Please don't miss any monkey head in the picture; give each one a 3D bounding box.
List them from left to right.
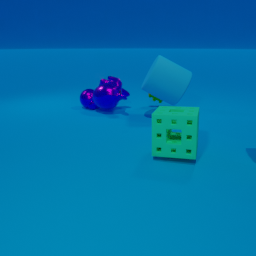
[{"bbox_3d":[-0.581,-1.153,10.348,1.927,1.161,1.386,-12,-31,43],"label":"monkey head"}]

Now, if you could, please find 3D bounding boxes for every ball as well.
[{"bbox_3d":[-1.499,-1.146,10.929,0.772,0.772,0.772,0,18,0],"label":"ball"}]

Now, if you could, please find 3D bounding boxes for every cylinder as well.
[{"bbox_3d":[1.248,-1.543,9.143,1.234,1.234,1.234,27,17,-6],"label":"cylinder"}]

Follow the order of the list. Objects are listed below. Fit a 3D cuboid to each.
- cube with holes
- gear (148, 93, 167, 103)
[{"bbox_3d":[1.095,0.067,6.347,0.949,0.949,0.949,3,16,16],"label":"cube with holes"},{"bbox_3d":[1.324,-1.434,10.815,1.111,1.111,0.205,1,50,3],"label":"gear"}]
